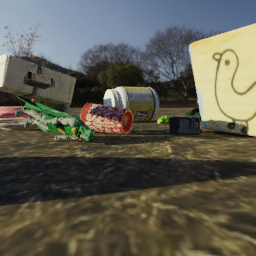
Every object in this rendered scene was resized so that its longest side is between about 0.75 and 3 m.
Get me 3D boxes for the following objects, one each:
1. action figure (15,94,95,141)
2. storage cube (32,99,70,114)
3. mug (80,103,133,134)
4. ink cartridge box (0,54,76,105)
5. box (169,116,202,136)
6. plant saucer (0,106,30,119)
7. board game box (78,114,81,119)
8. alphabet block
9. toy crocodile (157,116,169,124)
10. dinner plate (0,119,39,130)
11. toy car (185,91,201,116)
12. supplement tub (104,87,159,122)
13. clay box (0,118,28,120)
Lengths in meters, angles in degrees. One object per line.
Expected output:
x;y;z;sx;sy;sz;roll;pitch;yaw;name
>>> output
-1.661;-0.085;6.549;2.131;0.583;1.259;13;-31;27;action figure
-3.546;-1.078;12.751;1.540;1.802;1.620;-3;0;-22;storage cube
-0.548;-0.358;8.453;1.371;0.915;1.217;7;48;28;mug
-2.391;-1.122;6.888;1.749;0.725;1.284;13;-3;-43;ink cartridge box
1.701;-0.078;8.225;0.856;0.540;0.871;0;5;18;box
-5.924;-0.784;15.001;2.916;0.739;2.916;-1;5;0;plant saucer
-1.483;-0.630;15.586;2.268;0.319;1.534;0;5;6;board game box
3.995;-1.493;8.059;2.938;2.922;2.992;-18;12;-22;alphabet block
1.638;-0.313;12.275;0.345;0.316;1.022;47;25;21;toy crocodile
-3.757;-0.141;10.287;2.432;0.295;2.432;-1;5;0;dinner plate
3.806;-1.178;14.498;1.310;1.595;1.258;-3;6;-32;toy car
0.148;-1.142;13.570;2.327;1.683;1.683;-3;6;-24;supplement tub
-4.831;-0.255;11.460;0.720;0.298;1.253;4;8;43;clay box
